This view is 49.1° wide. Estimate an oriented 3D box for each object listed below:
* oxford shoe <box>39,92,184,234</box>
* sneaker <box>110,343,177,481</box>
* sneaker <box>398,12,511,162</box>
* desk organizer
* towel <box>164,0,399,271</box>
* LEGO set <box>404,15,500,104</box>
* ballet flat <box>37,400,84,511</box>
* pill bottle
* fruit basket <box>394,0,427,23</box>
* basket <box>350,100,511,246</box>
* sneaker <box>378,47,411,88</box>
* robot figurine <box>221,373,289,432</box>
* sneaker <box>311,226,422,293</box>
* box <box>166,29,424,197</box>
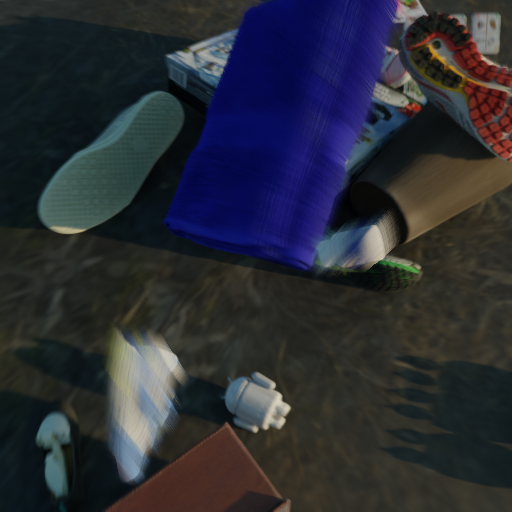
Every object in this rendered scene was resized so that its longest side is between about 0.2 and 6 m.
[{"bbox_3d":[-2.539,-1.641,9.955,0.936,1.219,3.242,6,53,55],"label":"oxford shoe"},{"bbox_3d":[-1.282,1.797,6.362,0.681,1.656,0.612,2,17,-25],"label":"sneaker"},{"bbox_3d":[3.295,-2.554,8.570,2.780,1.142,1.082,44,98,-9],"label":"sneaker"},{"bbox_3d":[-1.207,3.418,6.393,3.112,1.116,1.198,-31,59,-19],"label":"desk organizer"},{"bbox_3d":[0.157,-2.006,8.247,3.029,1.016,4.102,14,81,43],"label":"towel"},{"bbox_3d":[3.741,-3.434,10.891,1.783,0.586,2.386,2,86,8],"label":"LEGO set"},{"bbox_3d":[-2.559,2.534,7.300,0.531,0.534,1.561,-23,58,-5],"label":"ballet flat"},{"bbox_3d":[1.005,-0.081,5.983,0.638,0.382,0.382,-14,52,24],"label":"pill bottle"},{"bbox_3d":[3.053,-5.971,12.952,1.398,0.708,1.510,-14,60,-10],"label":"fruit basket"},{"bbox_3d":[2.837,-1.318,9.357,2.279,1.550,2.055,-38,80,-17],"label":"basket"},{"bbox_3d":[2.222,-3.884,10.964,0.718,0.997,1.908,-54,36,4],"label":"sneaker"},{"bbox_3d":[-0.027,2.007,7.671,0.933,0.527,0.791,22,93,14],"label":"robot figurine"},{"bbox_3d":[1.721,-0.030,8.924,1.890,0.737,0.805,20,58,13],"label":"sneaker"},{"bbox_3d":[0.716,-2.967,10.568,4.129,0.824,2.827,38,54,23],"label":"box"}]
